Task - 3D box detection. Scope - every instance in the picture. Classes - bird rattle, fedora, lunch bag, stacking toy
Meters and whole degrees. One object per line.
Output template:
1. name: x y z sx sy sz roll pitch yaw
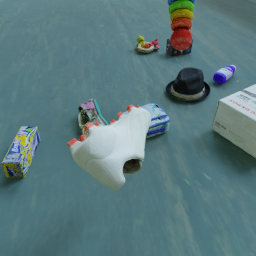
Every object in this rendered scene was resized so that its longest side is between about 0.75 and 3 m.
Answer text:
1. bird rattle: 1.027 -4.416 15.239 1.372 0.773 1.118 19 51 4
2. fedora: 2.496 -1.900 11.486 2.000 0.913 2.000 0 37 0
3. lunch bag: 0.602 -0.216 9.530 1.510 0.623 1.214 -16 43 -18
4. stacking toy: 1.830 -3.966 9.453 1.142 2.676 1.142 -1 -5 0

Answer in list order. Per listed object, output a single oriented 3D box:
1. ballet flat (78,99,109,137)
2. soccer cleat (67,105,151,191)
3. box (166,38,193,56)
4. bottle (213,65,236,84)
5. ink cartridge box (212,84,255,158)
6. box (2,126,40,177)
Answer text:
1. ballet flat: -1.152 -0.150 9.363 0.922 0.895 2.590 -28 37 -5
2. soccer cleat: -0.077 0.309 5.475 1.136 1.014 2.928 50 23 4
3. box: 2.710 -4.351 14.846 1.237 0.756 0.656 -14 38 -19
4. bottle: 4.388 -2.450 12.580 0.593 0.464 1.421 31 47 30
5. ink cartridge box: 4.589 -0.419 9.289 2.843 1.178 2.087 -23 43 -28
6. box: -3.136 0.669 8.359 0.541 0.589 1.682 1 37 1
